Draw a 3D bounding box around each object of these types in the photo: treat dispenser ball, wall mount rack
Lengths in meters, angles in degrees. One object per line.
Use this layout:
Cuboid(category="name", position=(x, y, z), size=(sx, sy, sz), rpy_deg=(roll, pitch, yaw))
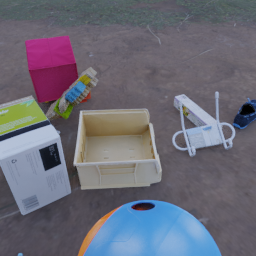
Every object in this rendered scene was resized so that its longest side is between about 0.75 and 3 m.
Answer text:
Cuboid(category="treat dispenser ball", position=(0.408, 2.844, 5.341), size=(2.852, 2.852, 2.852), rpy_deg=(0, 39, 0))
Cuboid(category="wall mount rack", position=(2.671, -0.095, 9.901), size=(2.300, 0.858, 1.998), rpy_deg=(-11, 74, -2))

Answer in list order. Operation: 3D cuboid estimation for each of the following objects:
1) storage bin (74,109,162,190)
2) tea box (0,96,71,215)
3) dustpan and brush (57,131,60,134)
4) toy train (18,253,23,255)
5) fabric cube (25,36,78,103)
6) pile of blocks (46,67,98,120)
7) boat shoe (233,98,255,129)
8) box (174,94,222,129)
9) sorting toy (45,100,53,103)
Cuboid(category="storage bin", position=(-0.326, 0.614, 9.377), size=(2.594, 1.225, 2.613), rpy_deg=(-3, 38, -2))
Cuboid(category="tea box", position=(-2.979, 0.744, 8.280), size=(1.586, 2.374, 2.336), rpy_deg=(-21, 44, -24))
Cuboid(category="dustpan and brush", position=(-3.819, 0.048, 10.670), size=(2.389, 0.684, 1.667), rpy_deg=(-3, 44, 7))
Cuboid(category="toy train", position=(-2.424, 3.472, 6.607), size=(0.757, 0.280, 1.008), rpy_deg=(-6, 36, -5))
Cuboid(category="fabric cube", position=(-3.131, -2.459, 11.721), size=(1.876, 1.840, 1.870), rpy_deg=(-11, 54, -13))
Cuboid(category="pile of blocks", position=(-2.038, -1.066, 10.769), size=(2.734, 0.850, 1.122), rpy_deg=(-41, 27, 20))
Cuboid(category="boat shoe", position=(4.993, -0.690, 11.408), size=(0.854, 0.696, 2.029), rpy_deg=(23, 44, 26))
Cuboid(category="box", position=(2.767, -0.535, 11.381), size=(0.521, 0.486, 2.514), rpy_deg=(-18, 42, -21))
Cuboid(category="sorting toy", position=(-3.533, -1.660, 12.792), size=(1.101, 0.588, 0.991), rpy_deg=(-14, 33, -15))
